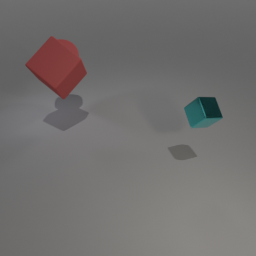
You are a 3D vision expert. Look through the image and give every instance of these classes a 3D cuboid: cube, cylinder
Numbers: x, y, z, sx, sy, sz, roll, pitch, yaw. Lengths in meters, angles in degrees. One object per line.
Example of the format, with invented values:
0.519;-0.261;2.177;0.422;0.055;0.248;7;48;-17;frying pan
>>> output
2.210;-0.450;8.254;0.700;0.700;0.700;-3;68;-30;cube
-2.761;-2.777;11.854;1.400;1.400;1.400;2;-15;-7;cylinder
-2.545;-2.141;10.196;1.400;1.400;1.400;39;83;6;cube
